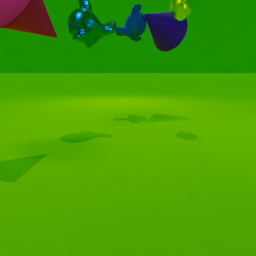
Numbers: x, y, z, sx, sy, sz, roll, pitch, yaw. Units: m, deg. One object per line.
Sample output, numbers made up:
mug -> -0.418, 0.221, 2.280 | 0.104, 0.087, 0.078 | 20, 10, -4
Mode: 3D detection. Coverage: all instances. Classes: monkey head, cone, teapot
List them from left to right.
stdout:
cone -> -1.888, -2.235, 5.836 | 1.171, 1.171, 1.176 | 9, -15, 36
monkey head -> -1.021, -2.867, 7.740 | 1.222, 1.699, 1.024 | -12, -34, 21
monkey head -> 0.113, -3.758, 10.268 | 1.115, 0.934, 1.550 | 4, -18, -5
cone -> 1.096, -3.839, 10.276 | 1.571, 1.571, 1.577 | 12, 0, 43
teapot -> 1.563, -3.465, 8.001 | 0.523, 0.664, 1.069 | -20, -11, -9
